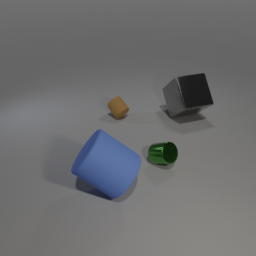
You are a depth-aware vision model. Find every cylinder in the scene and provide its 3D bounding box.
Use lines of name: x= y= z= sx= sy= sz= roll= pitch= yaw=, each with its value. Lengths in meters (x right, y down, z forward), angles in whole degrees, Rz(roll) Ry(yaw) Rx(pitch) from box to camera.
cylinder: x=1.121 y=0.810 z=9.002 sx=0.700 sy=0.700 sz=0.700 roll=-23 pitch=7 yaw=-35
cylinder: x=-0.594 y=0.975 z=7.675 sx=1.400 sy=1.400 sz=1.400 roll=35 pitch=26 yaw=-14
cylinder: x=-0.418 y=-0.884 z=12.045 sx=0.700 sy=0.700 sz=0.700 roll=-27 pitch=73 yaw=-39

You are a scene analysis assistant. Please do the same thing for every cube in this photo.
cube: x=2.497 y=-1.348 z=11.855 sx=1.400 sy=1.400 sz=1.400 roll=-11 pitch=-9 yaw=-19
